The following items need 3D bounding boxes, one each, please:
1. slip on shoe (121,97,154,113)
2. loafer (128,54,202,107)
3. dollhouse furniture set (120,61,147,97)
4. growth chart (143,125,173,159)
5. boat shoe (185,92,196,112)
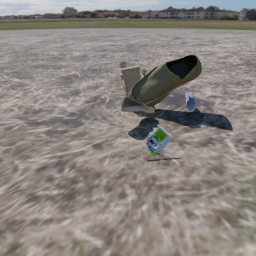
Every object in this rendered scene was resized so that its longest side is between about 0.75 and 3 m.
[{"bbox_3d":[0.328,-0.687,8.710,1.405,0.426,0.534,2,0,-43],"label":"slip on shoe"},{"bbox_3d":[1.259,-1.742,9.771,2.964,0.999,1.127,-34,70,-5],"label":"loafer"},{"bbox_3d":[0.321,-2.332,12.110,1.290,1.102,2.489,-11,24,-3],"label":"dollhouse furniture set"},{"bbox_3d":[0.715,0.323,6.879,0.573,0.070,0.792,35,64,11],"label":"growth chart"},{"bbox_3d":[2.232,-0.867,9.913,0.355,0.315,0.965,-9,44,18],"label":"boat shoe"}]
